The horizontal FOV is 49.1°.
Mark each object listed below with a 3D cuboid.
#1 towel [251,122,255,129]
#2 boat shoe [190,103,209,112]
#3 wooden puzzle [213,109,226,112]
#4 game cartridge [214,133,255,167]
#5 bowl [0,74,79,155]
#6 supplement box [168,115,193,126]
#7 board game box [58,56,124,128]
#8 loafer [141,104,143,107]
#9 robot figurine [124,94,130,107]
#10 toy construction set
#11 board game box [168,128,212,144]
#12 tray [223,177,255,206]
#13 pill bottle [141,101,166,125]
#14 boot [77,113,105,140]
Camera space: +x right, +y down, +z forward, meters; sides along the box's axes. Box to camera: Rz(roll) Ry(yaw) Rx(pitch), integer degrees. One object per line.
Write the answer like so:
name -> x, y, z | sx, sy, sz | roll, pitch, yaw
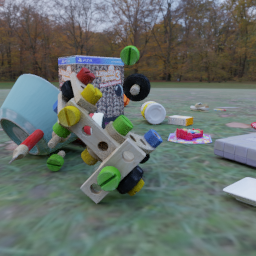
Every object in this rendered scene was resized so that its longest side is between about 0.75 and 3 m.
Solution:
towel -> 4.813, 0.014, 9.114 | 1.159, 0.180, 1.603 | 0, 10, 6
boat shoe -> 3.761, -1.106, 14.661 | 0.480, 0.439, 1.284 | -6, 12, -30
wooden puzzle -> 4.870, -0.956, 14.881 | 0.576, 0.068, 0.971 | 2, 10, 9
game cartridge -> 3.363, 0.442, 5.987 | 2.652, 0.509, 1.719 | -6, 7, -29
bowl -> -2.012, -0.127, 6.077 | 1.871, 1.871, 0.978 | 8, 46, 37
supplement box -> 1.953, -0.274, 10.396 | 0.786, 0.289, 0.495 | 9, 13, 40
board game box -> -1.179, -1.133, 9.326 | 1.876, 2.353, 1.140 | -9, 13, -40
loafer -> 1.069, -1.105, 15.255 | 0.923, 0.332, 0.290 | 2, -12, -29
robot figurine -> -0.512, -1.688, 17.082 | 1.326, 0.773, 0.954 | 9, 16, 39
toy construction set -> -0.715, 0.218, 4.321 | 2.471, 2.061, 1.899 | -18, 18, 14
board game box -> 1.771, 0.149, 8.016 | 1.181, 0.291, 1.495 | 2, 11, 12
tray -> 2.088, 0.983, 3.684 | 0.777, 0.160, 1.446 | -8, 12, -41
pill bottle -> 0.936, -0.624, 10.905 | 0.799, 0.799, 1.397 | -1, 10, -6
boot -> -1.410, 0.076, 7.018 | 1.705, 0.856, 2.364 | -4, 8, -8
